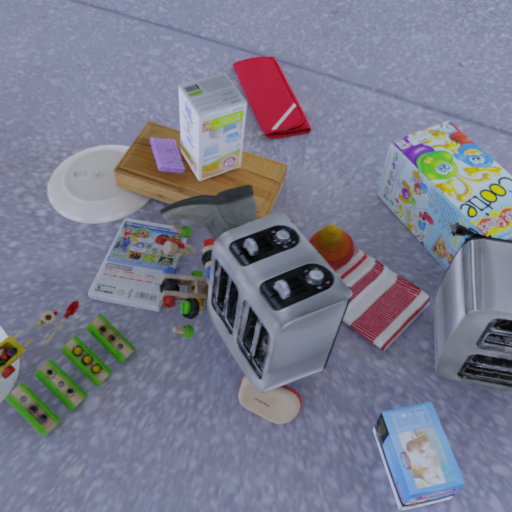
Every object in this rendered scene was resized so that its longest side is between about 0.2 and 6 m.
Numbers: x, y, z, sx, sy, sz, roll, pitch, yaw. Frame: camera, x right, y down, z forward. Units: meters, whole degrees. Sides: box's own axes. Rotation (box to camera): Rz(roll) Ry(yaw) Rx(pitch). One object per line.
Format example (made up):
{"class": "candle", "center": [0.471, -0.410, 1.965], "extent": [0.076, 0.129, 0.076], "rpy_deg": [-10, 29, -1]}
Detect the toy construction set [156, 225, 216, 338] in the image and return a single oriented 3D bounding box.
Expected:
{"class": "toy construction set", "center": [-0.911, 0.353, 10.966], "extent": [1.600, 1.737, 2.083], "rpy_deg": [17, 28, -42]}

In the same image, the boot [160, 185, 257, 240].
{"class": "boot", "center": [-0.832, -0.528, 10.723], "extent": [2.027, 1.324, 0.686], "rpy_deg": [-9, 10, 21]}

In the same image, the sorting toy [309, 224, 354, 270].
{"class": "sorting toy", "center": [0.514, -0.314, 11.212], "extent": [2.904, 1.000, 1.007], "rpy_deg": [-1, 66, 5]}

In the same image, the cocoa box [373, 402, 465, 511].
{"class": "cocoa box", "center": [2.535, 3.167, 8.905], "extent": [0.899, 0.885, 1.348], "rpy_deg": [-9, 53, -7]}

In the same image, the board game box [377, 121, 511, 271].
{"class": "board game box", "center": [4.230, -1.084, 11.730], "extent": [1.626, 1.655, 3.156], "rpy_deg": [-22, 56, -16]}

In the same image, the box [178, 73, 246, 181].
{"class": "box", "center": [-0.938, -2.664, 11.776], "extent": [1.086, 1.931, 0.979], "rpy_deg": [-22, 62, -19]}

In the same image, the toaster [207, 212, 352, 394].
{"class": "toaster", "center": [0.279, 0.833, 9.364], "extent": [1.422, 2.397, 2.167], "rpy_deg": [-17, 50, -25]}

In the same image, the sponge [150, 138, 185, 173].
{"class": "sponge", "center": [-1.915, -2.171, 12.026], "extent": [0.553, 0.148, 0.991], "rpy_deg": [1, 48, -29]}

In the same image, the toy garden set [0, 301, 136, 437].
{"class": "toy garden set", "center": [-3.488, 1.737, 9.843], "extent": [1.781, 0.426, 2.136], "rpy_deg": [45, 61, 0]}

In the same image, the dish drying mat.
{"class": "dish drying mat", "center": [0.379, -4.376, 15.143], "extent": [1.287, 0.305, 3.352], "rpy_deg": [-13, 53, -9]}

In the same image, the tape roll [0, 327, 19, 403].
{"class": "tape roll", "center": [-5.285, 1.990, 9.968], "extent": [1.902, 0.665, 1.902], "rpy_deg": [0, 53, 0]}

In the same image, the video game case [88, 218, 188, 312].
{"class": "video game case", "center": [-2.406, 0.136, 11.715], "extent": [1.496, 0.188, 2.090], "rpy_deg": [10, 53, 8]}

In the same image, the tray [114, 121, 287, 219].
{"class": "tray", "center": [-1.223, -1.847, 12.747], "extent": [3.502, 0.649, 1.727], "rpy_deg": [18, 56, 8]}

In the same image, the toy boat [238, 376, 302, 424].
{"class": "toy boat", "center": [0.290, 2.393, 9.747], "extent": [1.110, 0.724, 0.726], "rpy_deg": [24, 26, 18]}

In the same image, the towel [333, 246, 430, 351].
{"class": "towel", "center": [2.123, 0.704, 11.193], "extent": [2.237, 0.254, 1.611], "rpy_deg": [37, 61, 27]}

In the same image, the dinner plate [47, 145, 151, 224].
{"class": "dinner plate", "center": [-3.618, -1.821, 13.185], "extent": [2.614, 0.317, 2.614], "rpy_deg": [-1, 51, 1]}

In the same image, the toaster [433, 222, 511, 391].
{"class": "toaster", "center": [4.355, 0.996, 9.552], "extent": [2.786, 2.519, 1.653], "rpy_deg": [10, 53, 7]}
